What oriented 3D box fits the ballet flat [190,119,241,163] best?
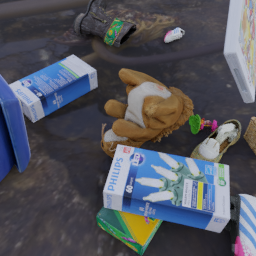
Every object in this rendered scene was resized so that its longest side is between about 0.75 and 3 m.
[{"bbox_3d":[2.538,0.446,8.062,2.218,0.784,0.784,-35,57,-28],"label":"ballet flat"}]

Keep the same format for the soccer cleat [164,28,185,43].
[{"bbox_3d":[2.081,-4.112,12.435,0.527,0.427,1.222,29,54,23],"label":"soccer cleat"}]

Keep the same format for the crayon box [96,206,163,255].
[{"bbox_3d":[0.368,1.789,6.883,1.263,0.620,2.127,27,52,21],"label":"crayon box"}]

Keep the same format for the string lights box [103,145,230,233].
[{"bbox_3d":[0.872,1.329,6.352,2.611,0.770,1.342,10,49,6],"label":"string lights box"}]

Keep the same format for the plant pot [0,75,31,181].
[{"bbox_3d":[-4.250,-0.024,7.111,2.679,2.980,2.980,-26,52,-31],"label":"plant pot"}]

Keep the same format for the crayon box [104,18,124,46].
[{"bbox_3d":[-0.485,-3.192,9.398,0.313,1.073,0.637,31,89,-9],"label":"crayon box"}]

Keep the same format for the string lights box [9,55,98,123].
[{"bbox_3d":[-2.552,-1.458,9.743,2.713,0.800,1.394,-35,56,-28],"label":"string lights box"}]

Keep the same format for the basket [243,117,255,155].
[{"bbox_3d":[4.083,0.301,8.080,0.858,0.896,1.203,-10,47,-9],"label":"basket"}]

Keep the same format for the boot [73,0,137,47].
[{"bbox_3d":[-0.799,-4.835,12.833,2.579,1.025,2.962,19,58,13],"label":"boot"}]

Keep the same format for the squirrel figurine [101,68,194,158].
[{"bbox_3d":[0.486,-0.060,7.741,2.563,2.393,1.814,0,39,-41],"label":"squirrel figurine"}]

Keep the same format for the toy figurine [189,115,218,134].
[{"bbox_3d":[2.415,-0.119,8.828,0.750,0.612,0.815,6,21,-13],"label":"toy figurine"}]

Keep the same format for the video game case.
[{"bbox_3d":[3.052,-2.388,7.259,0.310,2.466,2.710,1,69,33],"label":"video game case"}]

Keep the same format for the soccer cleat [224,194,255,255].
[{"bbox_3d":[2.687,2.700,5.788,1.278,1.034,2.960,11,48,10],"label":"soccer cleat"}]
